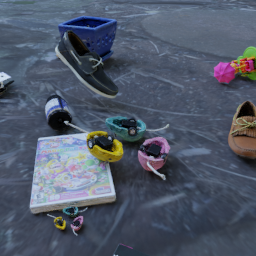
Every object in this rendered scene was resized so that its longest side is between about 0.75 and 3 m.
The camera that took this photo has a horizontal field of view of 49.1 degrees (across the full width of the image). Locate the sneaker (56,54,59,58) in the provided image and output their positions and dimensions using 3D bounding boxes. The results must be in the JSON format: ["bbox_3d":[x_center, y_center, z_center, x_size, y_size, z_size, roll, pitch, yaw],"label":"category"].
[{"bbox_3d":[-3.268,-3.548,13.819,0.628,0.400,1.086,0,24,2],"label":"sneaker"}]

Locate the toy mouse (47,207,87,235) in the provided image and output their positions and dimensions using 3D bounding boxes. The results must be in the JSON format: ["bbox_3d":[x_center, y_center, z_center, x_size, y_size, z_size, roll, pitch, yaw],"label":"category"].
[{"bbox_3d":[-1.126,1.863,5.736,0.711,0.155,0.801,-27,42,-34],"label":"toy mouse"}]

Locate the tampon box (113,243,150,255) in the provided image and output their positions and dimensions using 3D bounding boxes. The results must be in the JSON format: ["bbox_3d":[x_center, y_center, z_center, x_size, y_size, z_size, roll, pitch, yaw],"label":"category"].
[{"bbox_3d":[0.372,2.545,3.752,1.565,1.173,0.988,15,36,21],"label":"tampon box"}]

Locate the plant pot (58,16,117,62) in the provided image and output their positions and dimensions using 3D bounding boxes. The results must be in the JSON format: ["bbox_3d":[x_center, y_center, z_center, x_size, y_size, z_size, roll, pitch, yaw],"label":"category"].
[{"bbox_3d":[-1.828,-4.121,13.328,2.042,1.836,2.042,15,36,22],"label":"plant pot"}]

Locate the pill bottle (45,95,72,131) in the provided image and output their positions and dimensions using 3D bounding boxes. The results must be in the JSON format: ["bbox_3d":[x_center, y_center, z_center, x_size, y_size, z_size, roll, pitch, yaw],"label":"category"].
[{"bbox_3d":[-2.229,-0.529,8.857,0.738,0.738,1.320,-10,34,-15],"label":"pill bottle"}]

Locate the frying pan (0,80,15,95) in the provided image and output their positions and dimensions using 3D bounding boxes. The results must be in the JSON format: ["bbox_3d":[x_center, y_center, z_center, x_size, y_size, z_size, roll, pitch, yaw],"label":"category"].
[{"bbox_3d":[-4.990,-1.523,10.852,0.785,0.211,1.298,-1,30,3],"label":"frying pan"}]

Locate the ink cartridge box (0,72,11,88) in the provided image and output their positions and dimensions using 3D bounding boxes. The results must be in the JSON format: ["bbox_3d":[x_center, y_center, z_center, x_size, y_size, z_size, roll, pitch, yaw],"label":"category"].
[{"bbox_3d":[-5.290,-1.695,10.731,1.440,0.312,1.426,-27,31,-25],"label":"ink cartridge box"}]

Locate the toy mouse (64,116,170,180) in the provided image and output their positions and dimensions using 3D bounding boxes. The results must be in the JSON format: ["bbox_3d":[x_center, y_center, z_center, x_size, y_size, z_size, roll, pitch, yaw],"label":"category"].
[{"bbox_3d":[0.210,0.411,7.508,2.954,0.572,2.625,33,35,34],"label":"toy mouse"}]

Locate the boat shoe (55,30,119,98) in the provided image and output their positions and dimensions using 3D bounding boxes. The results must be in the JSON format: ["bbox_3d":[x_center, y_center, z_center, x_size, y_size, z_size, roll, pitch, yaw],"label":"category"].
[{"bbox_3d":[-1.316,-2.141,9.602,2.767,0.935,0.994,46,32,4],"label":"boat shoe"}]

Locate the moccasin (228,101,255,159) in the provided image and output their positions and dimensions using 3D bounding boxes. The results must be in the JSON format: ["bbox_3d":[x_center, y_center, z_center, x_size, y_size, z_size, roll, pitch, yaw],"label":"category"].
[{"bbox_3d":[3.375,-0.013,7.883,0.882,0.930,2.410,14,36,20],"label":"moccasin"}]

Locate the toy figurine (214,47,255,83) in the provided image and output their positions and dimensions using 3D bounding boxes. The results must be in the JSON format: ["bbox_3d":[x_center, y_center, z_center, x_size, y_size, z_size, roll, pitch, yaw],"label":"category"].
[{"bbox_3d":[4.316,-2.463,11.611,1.689,1.378,1.835,-16,13,-7],"label":"toy figurine"}]

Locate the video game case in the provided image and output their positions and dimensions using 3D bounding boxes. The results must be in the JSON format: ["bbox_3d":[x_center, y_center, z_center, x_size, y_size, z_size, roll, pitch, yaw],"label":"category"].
[{"bbox_3d":[-1.402,0.956,7.054,1.825,0.230,2.548,-6,34,-9],"label":"video game case"}]
